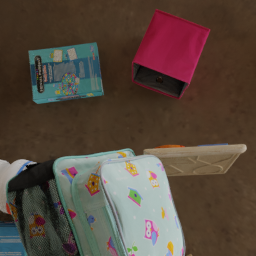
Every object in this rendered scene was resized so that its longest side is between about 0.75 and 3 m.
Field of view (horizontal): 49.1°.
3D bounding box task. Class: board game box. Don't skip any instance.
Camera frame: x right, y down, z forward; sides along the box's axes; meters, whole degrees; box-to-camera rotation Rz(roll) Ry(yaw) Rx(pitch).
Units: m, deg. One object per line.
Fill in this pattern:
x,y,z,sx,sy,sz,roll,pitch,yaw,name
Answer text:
-1.721,-1.533,7.862,1.896,0.445,1.432,-7,82,-1,board game box
-2.956,3.812,7.029,2.097,0.652,2.777,0,82,0,board game box

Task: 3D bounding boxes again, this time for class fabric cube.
1.044,-1.853,7.388,1.478,1.506,1.502,21,81,3,fabric cube

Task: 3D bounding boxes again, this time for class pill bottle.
-2.346,1.571,6.982,2.427,1.362,1.362,14,83,3,pill bottle

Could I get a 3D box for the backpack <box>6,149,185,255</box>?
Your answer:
-0.296,1.650,4.239,1.978,2.269,2.581,-14,82,28,backpack

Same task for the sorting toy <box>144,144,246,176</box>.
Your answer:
0.812,0.646,5.668,2.577,1.905,0.379,-3,69,4,sorting toy

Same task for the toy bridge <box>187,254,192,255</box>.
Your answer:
1.117,2.823,7.379,0.595,0.241,1.771,-24,83,0,toy bridge
